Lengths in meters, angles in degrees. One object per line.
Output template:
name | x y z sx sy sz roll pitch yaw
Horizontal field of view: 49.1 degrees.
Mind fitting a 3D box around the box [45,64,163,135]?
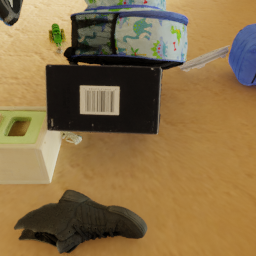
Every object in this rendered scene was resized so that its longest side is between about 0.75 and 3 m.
box | -0.430 -0.718 6.587 2.309 1.423 2.290 2 10 3

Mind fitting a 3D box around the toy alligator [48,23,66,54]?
toy alligator | -2.881 -3.761 11.349 0.647 0.592 2.182 -10 42 -11

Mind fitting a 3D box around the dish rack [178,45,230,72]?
dish rack | 2.561 -2.286 9.436 1.514 0.330 1.300 -25 11 -17

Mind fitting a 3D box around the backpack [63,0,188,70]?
backpack | 0.161 -2.634 7.595 2.877 2.114 2.633 10 16 19

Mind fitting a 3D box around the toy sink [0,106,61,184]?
toy sink | -2.723 0.326 6.196 2.141 1.199 1.395 0 41 0

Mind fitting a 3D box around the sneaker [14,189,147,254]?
sneaker | -0.843 1.807 4.972 2.169 0.651 1.131 15 43 23

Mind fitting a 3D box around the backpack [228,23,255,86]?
backpack | 4.461 -2.213 8.592 2.346 1.906 1.968 1 44 0

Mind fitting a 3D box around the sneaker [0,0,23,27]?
sneaker | -2.376 -3.574 6.127 1.116 0.955 2.694 9 81 22

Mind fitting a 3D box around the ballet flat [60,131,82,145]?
ballet flat | -1.540 0.186 7.096 0.813 0.292 0.292 24 47 26
